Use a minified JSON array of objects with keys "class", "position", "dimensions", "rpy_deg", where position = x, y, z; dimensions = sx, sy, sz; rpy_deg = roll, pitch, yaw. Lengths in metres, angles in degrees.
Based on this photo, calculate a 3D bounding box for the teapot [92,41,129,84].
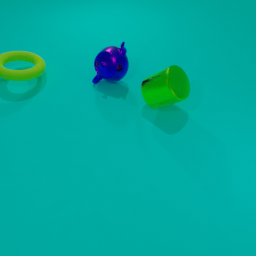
[{"class":"teapot","position":[-0.585,-2.183,9.434],"dimensions":[1.221,1.963,0.961],"rpy_deg":[50,32,6]}]

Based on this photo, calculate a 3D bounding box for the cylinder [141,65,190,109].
[{"class":"cylinder","position":[1.160,-1.242,8.665],"dimensions":[1.105,1.105,1.105],"rpy_deg":[-16,33,46]}]

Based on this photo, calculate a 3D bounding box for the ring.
[{"class":"ring","position":[-3.784,-2.180,9.742],"dimensions":[1.761,0.352,1.761],"rpy_deg":[6,40,-5]}]
